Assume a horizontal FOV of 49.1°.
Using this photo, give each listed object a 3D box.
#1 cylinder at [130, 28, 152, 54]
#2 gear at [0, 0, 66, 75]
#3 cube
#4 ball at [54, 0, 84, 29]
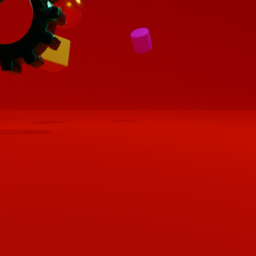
[{"bbox_3d":[0.514,-3.351,10.771,0.701,0.701,0.701,-11,43,11],"label":"cylinder"},{"bbox_3d":[-2.205,-2.055,5.294,1.991,1.991,0.368,1,0,8],"label":"gear"},{"bbox_3d":[-2.526,-2.436,9.153,0.902,0.902,0.902,11,-12,-35],"label":"cube"},{"bbox_3d":[-2.129,-3.995,9.361,1.322,1.322,1.322,0,4,0],"label":"ball"}]
